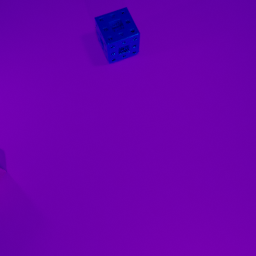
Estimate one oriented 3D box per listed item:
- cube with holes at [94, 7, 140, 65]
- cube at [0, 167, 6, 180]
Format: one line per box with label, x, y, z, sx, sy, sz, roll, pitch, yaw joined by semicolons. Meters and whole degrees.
cube with holes;-0.317;-2.796;8.573;1.035;1.035;1.035;-21;72;-7
cube;-4.155;1.180;7.099;1.215;1.215;1.215;32;74;10
